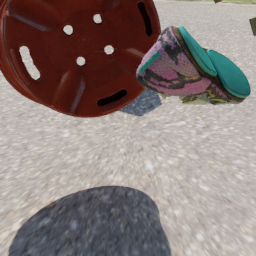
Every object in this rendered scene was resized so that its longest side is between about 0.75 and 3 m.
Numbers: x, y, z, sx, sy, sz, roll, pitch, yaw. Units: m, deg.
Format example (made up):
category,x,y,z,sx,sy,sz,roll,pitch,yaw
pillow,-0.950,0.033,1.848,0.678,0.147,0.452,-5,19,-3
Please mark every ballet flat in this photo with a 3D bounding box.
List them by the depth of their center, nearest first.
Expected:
category,x,y,z,sx,sy,sz,roll,pitch,yaw
ballet flat,0.835,-0.606,3.479,2.233,0.795,0.772,2,63,-53

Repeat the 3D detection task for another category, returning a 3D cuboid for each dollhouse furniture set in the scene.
category,x,y,z,sx,sy,sz,roll,pitch,yaw
dollhouse furniture set,1.416,-1.509,2.834,0.520,0.998,1.009,-30,17,-22

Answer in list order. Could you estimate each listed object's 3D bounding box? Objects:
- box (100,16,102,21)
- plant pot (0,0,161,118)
category,x,y,z,sx,sy,sz,roll,pitch,yaw
box,-0.356,-4.742,10.682,0.980,1.555,1.582,11,51,25
plant pot,-0.906,-1.427,4.689,2.753,2.753,2.677,-11,19,-18
